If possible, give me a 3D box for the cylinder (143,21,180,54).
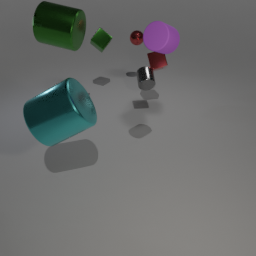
[{"bbox_3d":[0.836,-2.231,6.960,0.700,0.700,0.700,21,17,28],"label":"cylinder"}]

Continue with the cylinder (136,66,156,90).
[{"bbox_3d":[0.718,-1.995,11.282,0.700,0.700,0.700,-3,61,-5],"label":"cylinder"}]

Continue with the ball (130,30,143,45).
[{"bbox_3d":[0.431,-4.357,13.544,0.700,0.700,0.700,0,33,0],"label":"ball"}]

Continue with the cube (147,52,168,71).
[{"bbox_3d":[1.238,-2.808,11.682,0.700,0.700,0.700,-14,4,10],"label":"cube"}]

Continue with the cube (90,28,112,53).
[{"bbox_3d":[-1.212,-3.938,12.594,0.700,0.700,0.700,37,-3,-11],"label":"cube"}]

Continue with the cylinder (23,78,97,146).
[{"bbox_3d":[-1.769,-0.411,7.451,1.400,1.400,1.400,-26,30,14],"label":"cylinder"}]

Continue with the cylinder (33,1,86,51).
[{"bbox_3d":[-2.346,-3.530,9.750,1.400,1.400,1.400,15,35,5],"label":"cylinder"}]
